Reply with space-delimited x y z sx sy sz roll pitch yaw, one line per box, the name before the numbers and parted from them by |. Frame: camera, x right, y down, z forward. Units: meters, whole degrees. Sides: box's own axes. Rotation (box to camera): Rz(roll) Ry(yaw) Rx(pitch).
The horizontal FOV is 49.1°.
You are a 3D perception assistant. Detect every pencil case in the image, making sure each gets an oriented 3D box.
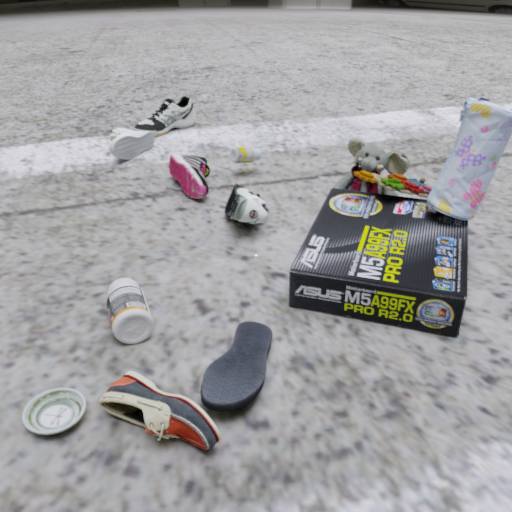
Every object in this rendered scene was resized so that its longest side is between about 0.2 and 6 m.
pencil case | 4.131 -1.836 10.794 1.042 2.296 0.955 7 23 -19

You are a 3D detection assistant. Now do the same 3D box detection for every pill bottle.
pill bottle | -2.155 0.898 9.460 0.676 0.676 1.162 -11 32 -17
pill bottle | -0.268 -2.727 15.130 0.760 0.426 0.426 -7 31 -27

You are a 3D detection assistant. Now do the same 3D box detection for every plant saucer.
plant saucer | -2.776 2.192 7.745 0.847 0.213 0.847 0 31 0

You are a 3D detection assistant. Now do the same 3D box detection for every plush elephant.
plush elephant | 2.678 -1.899 13.265 1.654 1.555 2.008 13 33 20

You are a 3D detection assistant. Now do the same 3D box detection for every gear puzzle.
gear puzzle | 2.996 -1.651 12.163 2.076 0.272 1.075 7 25 -24

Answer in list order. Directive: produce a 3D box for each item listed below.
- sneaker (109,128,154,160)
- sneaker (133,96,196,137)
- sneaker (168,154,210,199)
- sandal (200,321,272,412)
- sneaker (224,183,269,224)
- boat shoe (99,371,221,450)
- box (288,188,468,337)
sneaker | -3.995 -3.324 16.576 1.121 0.715 1.940 11 23 21
sneaker | -3.039 -4.602 18.313 0.894 1.036 2.364 28 42 35
sneaker | -1.535 -2.117 14.365 0.915 0.772 2.092 -10 31 -24
sandal | -0.196 1.706 8.440 0.823 0.463 2.164 16 24 12
sneaker | -0.195 -1.098 12.760 0.879 0.736 1.986 19 16 -14
boat shoe | -1.291 2.128 7.435 1.866 0.664 0.584 19 39 32
box | 2.525 -0.093 10.949 2.985 0.825 3.726 10 32 16
